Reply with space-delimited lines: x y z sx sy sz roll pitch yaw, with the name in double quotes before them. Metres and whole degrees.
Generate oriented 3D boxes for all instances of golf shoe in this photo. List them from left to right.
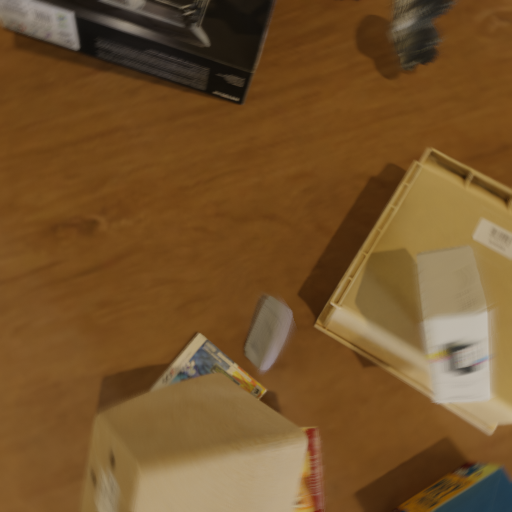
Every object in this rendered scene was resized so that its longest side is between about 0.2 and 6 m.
"golf shoe" 2.389 -3.790 8.261 0.808 2.079 0.982 -15 62 -13

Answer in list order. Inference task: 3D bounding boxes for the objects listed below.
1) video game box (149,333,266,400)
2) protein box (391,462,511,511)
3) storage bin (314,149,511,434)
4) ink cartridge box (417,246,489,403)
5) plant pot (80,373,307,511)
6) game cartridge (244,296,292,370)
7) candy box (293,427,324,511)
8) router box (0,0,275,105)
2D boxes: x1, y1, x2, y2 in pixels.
"video game box" -0.680 1.878 7.673 1.238 0.290 1.128 38 80 10
"protein box" 2.585 3.600 6.714 1.567 1.065 1.579 -28 74 -9
"storage bin" 2.746 0.416 7.634 2.799 1.312 2.779 31 74 10
"ink cartridge box" 2.090 0.736 5.964 0.569 1.375 1.002 -8 38 16
"plant pot" -0.837 2.486 6.065 1.689 1.907 1.905 7 96 -34
"game cartridge" 0.169 1.064 7.659 0.184 0.608 0.911 20 97 -28
"candy box" 0.367 2.572 6.731 0.454 1.642 0.948 1 72 -9
"router box" -1.640 -4.559 8.982 3.993 1.043 3.140 17 73 -7
